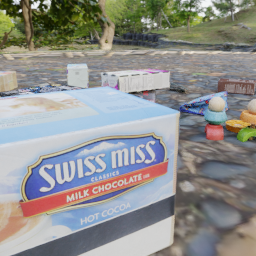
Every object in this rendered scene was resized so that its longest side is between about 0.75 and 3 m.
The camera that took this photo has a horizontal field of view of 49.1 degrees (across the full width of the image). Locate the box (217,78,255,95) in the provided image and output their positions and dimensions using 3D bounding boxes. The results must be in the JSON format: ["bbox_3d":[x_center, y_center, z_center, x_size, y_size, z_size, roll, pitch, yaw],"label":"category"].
[{"bbox_3d":[5.183,-1.994,13.404,1.658,0.621,0.830,10,21,23],"label":"box"}]

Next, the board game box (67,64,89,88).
[{"bbox_3d":[-2.704,-2.808,15.062,1.067,1.048,2.034,-3,19,-9],"label":"board game box"}]

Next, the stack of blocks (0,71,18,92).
[{"bbox_3d":[-6.711,-2.068,13.218,1.640,0.834,2.848,2,19,7],"label":"stack of blocks"}]

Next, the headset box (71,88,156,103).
[{"bbox_3d":[-0.390,-0.380,7.857,2.956,1.109,2.197,2,19,6],"label":"headset box"}]

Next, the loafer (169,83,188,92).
[{"bbox_3d":[2.443,-1.870,13.565,0.433,0.379,1.205,25,7,-35],"label":"loafer"}]

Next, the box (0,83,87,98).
[{"bbox_3d":[-3.026,-1.087,10.609,2.800,0.696,2.779,17,25,41],"label":"box"}]

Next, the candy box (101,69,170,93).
[{"bbox_3d":[0.215,-1.400,8.232,1.708,0.521,1.164,-10,18,-26],"label":"candy box"}]

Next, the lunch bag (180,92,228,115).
[{"bbox_3d":[2.682,-0.863,10.160,1.503,0.707,1.131,4,20,41],"label":"lunch bag"}]

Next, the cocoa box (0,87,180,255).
[{"bbox_3d":[-1.085,0.655,3.553,2.947,1.934,1.965,-11,22,-28],"label":"cocoa box"}]

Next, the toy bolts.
[{"bbox_3d":[2.897,-0.353,7.780,1.613,1.119,1.541,1,19,3],"label":"toy bolts"}]
